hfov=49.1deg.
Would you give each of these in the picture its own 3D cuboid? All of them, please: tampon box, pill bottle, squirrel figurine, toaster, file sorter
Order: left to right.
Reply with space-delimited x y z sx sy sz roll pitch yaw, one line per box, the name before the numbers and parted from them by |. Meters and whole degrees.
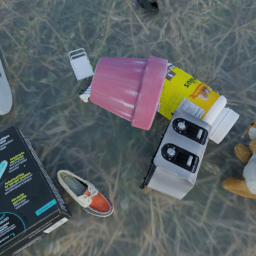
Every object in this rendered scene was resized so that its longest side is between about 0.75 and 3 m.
tampon box | -3.207 1.764 7.742 2.061 1.736 2.751 -31 69 -13
file sorter | -1.720 -2.356 10.246 0.645 0.579 0.929 -21 67 -9
toaster | 1.369 0.865 8.104 1.271 2.141 1.936 24 60 8
pill bottle | 2.004 -0.750 8.984 2.826 1.544 1.544 36 71 15
squirrel figurine | 4.406 0.961 8.394 2.489 1.761 2.323 25 57 -5

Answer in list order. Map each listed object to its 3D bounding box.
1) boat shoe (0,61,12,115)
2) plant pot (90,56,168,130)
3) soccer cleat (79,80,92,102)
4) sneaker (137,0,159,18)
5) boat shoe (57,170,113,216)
boat shoe | -4.806 -1.569 9.766 0.869 0.965 2.729 -25 69 10
plant pot | -0.015 -1.030 7.190 1.654 1.848 1.848 15 67 2
soccer cleat | -1.289 -1.345 9.895 1.075 0.376 0.464 -50 119 -27
sneaker | 0.828 -5.108 11.431 0.457 0.685 1.196 -35 68 -16
boat shoe | -1.288 1.912 8.287 1.973 0.617 0.702 34 63 11
